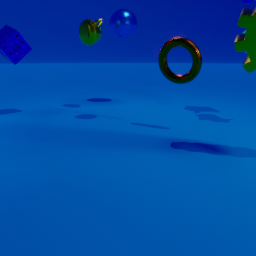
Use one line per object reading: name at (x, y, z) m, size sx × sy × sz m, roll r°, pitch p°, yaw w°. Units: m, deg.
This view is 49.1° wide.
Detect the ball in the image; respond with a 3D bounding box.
ball at (-0.176, -3.881, 10.481) m, size 1.065 × 1.065 × 1.065 m, roll 0°, pitch 14°, yaw 0°

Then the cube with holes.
cube with holes at (-3.511, -2.489, 8.384) m, size 0.724 × 0.724 × 0.724 m, roll 32°, pitch 74°, yaw 33°

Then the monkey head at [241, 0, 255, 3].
monkey head at (3.929, -3.802, 7.918) m, size 1.058 × 1.263 × 1.756 m, roll 10°, pitch 0°, yaw -5°

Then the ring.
ring at (1.221, -1.588, 6.658) m, size 1.110 × 1.110 × 0.222 m, roll 9°, pitch 28°, yaw 33°

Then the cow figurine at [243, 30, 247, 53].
cow figurine at (3.586, -2.591, 7.174) m, size 0.755 × 1.353 × 1.375 m, roll 41°, pitch 9°, yaw -8°

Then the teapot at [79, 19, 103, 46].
teapot at (-1.238, -3.162, 9.355) m, size 0.650 × 0.826 × 1.328 m, roll -19°, pitch -14°, yaw -44°

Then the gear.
gear at (2.638, -1.490, 4.400) m, size 1.761 × 1.761 × 0.326 m, roll 7°, pitch 40°, yaw 25°
